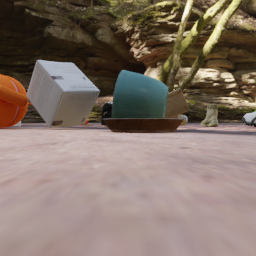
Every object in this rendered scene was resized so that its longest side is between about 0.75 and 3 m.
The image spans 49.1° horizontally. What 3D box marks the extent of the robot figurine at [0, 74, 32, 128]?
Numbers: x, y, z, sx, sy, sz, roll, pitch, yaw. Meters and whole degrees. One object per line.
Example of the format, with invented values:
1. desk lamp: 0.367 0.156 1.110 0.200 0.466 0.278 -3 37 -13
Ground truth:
1. robot figurine: -4.058 -0.779 7.997 2.041 1.655 2.838 -42 -15 20

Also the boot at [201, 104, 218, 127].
1. boot: 3.311 -0.520 11.367 0.433 0.925 1.190 0 1 -5

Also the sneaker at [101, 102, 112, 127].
1. sneaker: 0.009 -0.540 10.047 1.167 1.088 2.944 4 -1 -25

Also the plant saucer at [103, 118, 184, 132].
1. plant saucer: 0.293 -0.057 5.480 1.564 0.269 1.564 -1 2 0

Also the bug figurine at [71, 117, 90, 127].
1. bug figurine: -2.315 -0.240 10.649 1.600 0.412 1.241 6 10 32

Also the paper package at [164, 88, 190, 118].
1. paper package: 1.669 -0.995 14.128 2.159 1.172 2.265 -23 4 -7

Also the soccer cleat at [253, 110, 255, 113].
1. soccer cleat: 5.282 -0.296 9.911 2.076 0.701 0.841 2 -14 -8

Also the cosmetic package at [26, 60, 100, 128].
1. cosmetic package: -1.778 -0.923 7.577 1.192 1.193 1.446 -10 47 -48

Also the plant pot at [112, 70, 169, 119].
1. plant pot: 0.352 -0.617 6.794 1.158 1.442 1.442 9 3 10

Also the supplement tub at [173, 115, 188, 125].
1. supplement tub: 2.693 -0.416 14.632 0.796 0.574 0.574 -2 3 -44

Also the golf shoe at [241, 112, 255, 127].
1. golf shoe: 4.287 -0.519 7.887 0.911 1.107 2.344 -2 0 -31

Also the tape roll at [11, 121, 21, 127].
1. tape roll: -5.158 -0.211 11.094 1.743 0.319 1.743 -1 1 0
